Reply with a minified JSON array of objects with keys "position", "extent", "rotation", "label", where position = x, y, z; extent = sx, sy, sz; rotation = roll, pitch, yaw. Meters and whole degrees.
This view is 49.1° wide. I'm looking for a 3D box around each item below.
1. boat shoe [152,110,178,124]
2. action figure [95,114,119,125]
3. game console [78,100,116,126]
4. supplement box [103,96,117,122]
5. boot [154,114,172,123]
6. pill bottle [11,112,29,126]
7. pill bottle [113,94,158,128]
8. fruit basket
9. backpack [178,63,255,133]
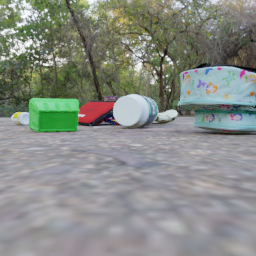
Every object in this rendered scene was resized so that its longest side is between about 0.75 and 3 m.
[{"position":[1.564,-0.434,13.519],"extent":[1.674,0.598,0.500],"rotation":[-12,-34,-9],"label":"boat shoe"},{"position":[-0.884,-0.488,12.867],"extent":[1.903,0.621,0.942],"rotation":[2,20,28],"label":"action figure"},{"position":[-1.046,-0.327,12.930],"extent":[2.514,1.731,2.917],"rotation":[-37,22,-24],"label":"game console"},{"position":[-1.067,-1.120,16.785],"extent":[0.806,1.561,1.022],"rotation":[0,4,-1],"label":"supplement box"},{"position":[1.272,-0.463,12.172],"extent":[0.843,0.393,1.090],"rotation":[1,12,-34],"label":"boot"},{"position":[-4.691,-0.403,12.250],"extent":[1.016,0.569,0.569],"rotation":[4,4,43],"label":"pill bottle"},{"position":[0.301,-0.594,10.020],"extent":[1.175,1.175,2.079],"rotation":[1,4,19],"label":"pill bottle"},{"position":[-2.124,-0.348,8.009],"extent":[1.474,1.063,1.474],"rotation":[7,19,-2],"label":"fruit basket"},{"position":[2.426,-0.763,6.984],"extent":[2.327,1.752,2.066],"rotation":[9,0,-26],"label":"backpack"}]
